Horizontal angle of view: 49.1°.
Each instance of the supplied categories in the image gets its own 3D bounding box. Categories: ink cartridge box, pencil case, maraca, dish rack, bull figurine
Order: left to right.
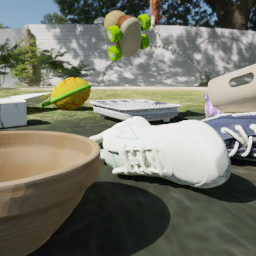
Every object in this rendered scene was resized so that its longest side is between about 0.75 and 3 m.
[{"bbox_3d":[-4.234,-0.436,8.504,1.908,0.790,1.398,-8,13,-39],"label":"ink cartridge box"},{"bbox_3d":[-2.862,-1.496,13.038,2.647,1.416,1.815,-18,5,27],"label":"maraca"},{"bbox_3d":[0.196,-0.609,9.985,2.465,0.625,2.872,-5,11,-31],"label":"dish rack"},{"bbox_3d":[0.982,-3.946,9.664,0.362,1.110,0.674,27,51,28],"label":"bull figurine"},{"bbox_3d":[3.672,-0.656,8.916,2.477,1.040,1.059,6,55,16],"label":"pencil case"}]

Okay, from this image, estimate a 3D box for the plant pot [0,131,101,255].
[{"bbox_3d":[-1.177,0.605,2.579,1.873,0.864,1.873,-1,10,0],"label":"plant pot"}]

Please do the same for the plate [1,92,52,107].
[{"bbox_3d":[-5.136,-1.118,12.464,2.589,0.419,2.584,-2,16,23],"label":"plate"}]

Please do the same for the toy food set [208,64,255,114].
[{"bbox_3d":[3.041,-0.450,5.392,2.531,0.765,1.816,26,-13,-20],"label":"toy food set"}]

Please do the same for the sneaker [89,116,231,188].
[{"bbox_3d":[0.281,0.402,4.067,1.054,0.925,2.630,-17,11,-28],"label":"sneaker"}]

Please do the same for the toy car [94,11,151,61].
[{"bbox_3d":[-0.338,-3.322,9.412,1.455,1.397,1.771,-28,56,-23],"label":"toy car"}]

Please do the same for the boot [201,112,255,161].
[{"bbox_3d":[2.128,0.244,4.688,1.247,1.004,2.760,-11,6,-31],"label":"boot"}]
